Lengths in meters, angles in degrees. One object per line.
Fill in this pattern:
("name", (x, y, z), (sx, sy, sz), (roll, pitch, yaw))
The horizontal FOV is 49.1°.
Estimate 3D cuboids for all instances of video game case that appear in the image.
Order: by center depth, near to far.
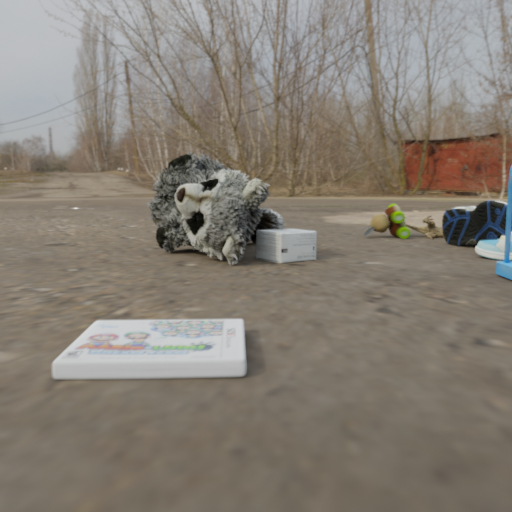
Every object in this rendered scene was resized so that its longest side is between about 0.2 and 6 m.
("video game case", (-0.699, 0.654, 4.104), (1.233, 0.146, 1.122), (-1, 7, -2))

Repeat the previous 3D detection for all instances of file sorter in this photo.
("file sorter", (4.167, -0.378, 6.120), (1.912, 1.690, 2.755), (1, 7, 1))

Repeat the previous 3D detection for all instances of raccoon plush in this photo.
("raccoon plush", (-0.064, -0.807, 9.947), (3.729, 1.804, 2.499), (-7, 18, -44))

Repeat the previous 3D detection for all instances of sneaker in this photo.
("sneaker", (4.269, -0.383, 8.988), (1.450, 0.946, 0.577), (6, 10, 42))
("sneaker", (4.548, -0.596, 10.468), (1.000, 0.983, 2.595), (-5, 10, -12))

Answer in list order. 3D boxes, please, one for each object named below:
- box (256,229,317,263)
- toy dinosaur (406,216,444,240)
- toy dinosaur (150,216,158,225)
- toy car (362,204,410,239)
("box", (0.488, -0.176, 9.181), (0.739, 0.485, 0.743), (-5, 9, -34))
("toy dinosaur", (4.049, -0.575, 12.907), (1.795, 0.522, 0.908), (11, -4, 23))
("toy dinosaur", (-1.750, -0.883, 12.869), (0.742, 0.987, 1.929), (20, -10, 35))
("toy car", (2.921, -0.674, 12.835), (0.971, 0.767, 0.798), (-20, 17, 11))
